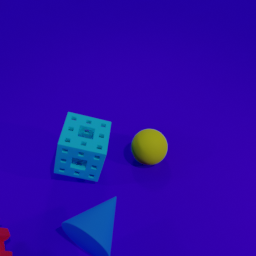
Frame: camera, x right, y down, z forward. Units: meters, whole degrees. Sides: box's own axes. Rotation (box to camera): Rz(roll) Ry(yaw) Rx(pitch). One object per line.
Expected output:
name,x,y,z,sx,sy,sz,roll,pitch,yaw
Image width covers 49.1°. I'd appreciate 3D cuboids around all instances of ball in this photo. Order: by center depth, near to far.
ball,0.548,0.487,7.212,0.929,0.929,0.929,0,44,0

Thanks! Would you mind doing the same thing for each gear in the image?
gear,-2.839,2.336,4.931,1.648,0.305,1.648,-8,66,17

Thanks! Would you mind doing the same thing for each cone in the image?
cone,-0.523,1.764,5.490,1.085,1.085,1.089,22,50,22

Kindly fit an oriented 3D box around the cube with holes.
cube with holes,-1.078,0.456,6.696,1.055,1.055,1.055,13,43,-8
